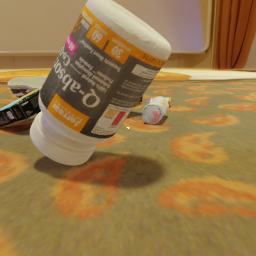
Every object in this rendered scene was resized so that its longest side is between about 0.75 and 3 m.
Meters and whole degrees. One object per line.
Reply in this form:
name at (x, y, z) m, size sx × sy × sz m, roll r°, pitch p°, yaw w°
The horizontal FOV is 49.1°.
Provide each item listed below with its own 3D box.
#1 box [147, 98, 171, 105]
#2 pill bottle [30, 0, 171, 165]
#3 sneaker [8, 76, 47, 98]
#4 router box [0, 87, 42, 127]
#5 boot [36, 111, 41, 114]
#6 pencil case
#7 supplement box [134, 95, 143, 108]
box at (1.380, -1.158, 12.330) m, size 1.015 × 0.210 × 0.604 m, roll -2°, pitch 21°, yaw 15°
pill bottle at (-0.648, -0.770, 5.365) m, size 1.700 × 2.921 × 1.700 m, roll 29°, pitch 24°, yaw -14°
sneaker at (-3.956, -1.630, 11.919) m, size 2.301 × 0.914 × 0.902 m, roll 7°, pitch 43°, yaw 24°
router box at (-3.071, -0.826, 8.997) m, size 1.591 × 0.545 × 2.133 m, roll -12°, pitch 22°, yaw 35°
boot at (-2.923, -0.967, 11.320) m, size 1.575 × 0.573 × 1.673 m, roll 2°, pitch 11°, yaw 34°
pencil case at (0.969, -0.647, 9.807) m, size 0.752 × 0.689 × 1.658 m, roll -32°, pitch 4°, yaw 20°
supplement box at (-0.115, -1.393, 10.427) m, size 0.827 × 1.245 × 1.228 m, roll 28°, pitch 39°, yaw 34°
